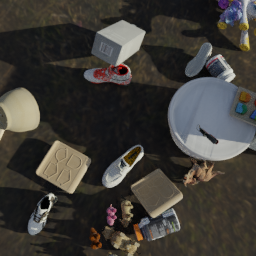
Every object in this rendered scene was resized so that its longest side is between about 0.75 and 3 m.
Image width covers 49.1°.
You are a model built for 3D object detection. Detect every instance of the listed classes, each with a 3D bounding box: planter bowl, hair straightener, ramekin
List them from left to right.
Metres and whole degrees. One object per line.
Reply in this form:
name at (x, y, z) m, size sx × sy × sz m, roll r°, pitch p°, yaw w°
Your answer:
planter bowl at (-3.473, -0.451, 8.438) m, size 1.362 × 1.362 × 0.917 m, roll 46°, pitch 40°, yaw 13°
hair straightener at (2.179, 0.159, 7.807) m, size 0.160 × 0.300 × 0.780 m, roll -54°, pitch 53°, yaw 24°
ramekin at (2.884, -0.209, 10.203) m, size 3.035 × 1.413 × 3.035 m, roll 0°, pitch 73°, yaw 0°

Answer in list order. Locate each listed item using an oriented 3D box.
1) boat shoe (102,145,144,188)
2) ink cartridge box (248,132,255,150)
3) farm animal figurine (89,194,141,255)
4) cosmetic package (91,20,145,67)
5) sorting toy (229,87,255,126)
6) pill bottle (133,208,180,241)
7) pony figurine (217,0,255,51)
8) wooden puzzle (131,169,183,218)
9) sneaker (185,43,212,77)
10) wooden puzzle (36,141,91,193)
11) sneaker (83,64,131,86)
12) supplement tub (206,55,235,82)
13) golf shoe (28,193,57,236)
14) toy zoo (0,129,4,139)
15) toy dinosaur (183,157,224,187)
boat shoe at (-0.174, 1.345, 10.105) m, size 1.965 × 0.686 × 0.697 m, roll -41°, pitch 77°, yaw -11°
ink cartridge box at (5.337, -0.399, 9.433) m, size 1.224 × 2.946 × 2.160 m, roll 23°, pitch 74°, yaw 4°
farm animal figurine at (-0.329, 3.515, 9.361) m, size 1.894 × 0.988 × 1.873 m, roll -38°, pitch 89°, yaw -18°
cosmetic package at (-0.328, -3.356, 10.909) m, size 1.174 × 0.991 × 2.198 m, roll 31°, pitch 37°, yaw 10°
sorting toy at (4.171, -0.733, 9.516) m, size 1.159 × 0.228 × 1.252 m, roll 23°, pitch 70°, yaw 4°
pill bottle at (0.937, 3.301, 9.447) m, size 1.466 × 0.779 × 0.779 m, roll -17°, pitch 74°, yaw -6°
pony figurine at (4.687, -5.167, 11.541) m, size 2.880 × 2.484 × 2.983 m, roll 31°, pitch 69°, yaw -24°
wooden puzzle at (0.995, 2.285, 9.839) m, size 1.319 × 0.330 × 1.424 m, roll -30°, pitch 50°, yaw -12°
sneaker at (2.929, -2.710, 11.460) m, size 0.591 × 0.599 × 1.508 m, roll 39°, pitch 101°, yaw 17°
wooden puzzle at (-2.339, 1.423, 10.282) m, size 1.546 × 0.358 × 1.432 m, roll 29°, pitch 75°, yaw 4°
sneaker at (-0.835, -2.190, 11.003) m, size 1.964 × 1.053 × 0.656 m, roll 10°, pitch 73°, yaw 3°
supplement tub at (3.688, -2.310, 11.200) m, size 0.748 × 0.748 × 1.066 m, roll -28°, pitch 74°, yaw -8°
golf shoe at (-3.037, 2.938, 9.604) m, size 0.601 × 0.730 × 1.545 m, roll 22°, pitch 76°, yaw 6°
toy zoo at (-5.600, -0.313, 10.879) m, size 1.798 × 0.184 × 1.180 m, roll 16°, pitch 74°, yaw 4°
toy dinosaur at (2.614, 1.674, 10.064) m, size 1.555 × 0.667 × 1.054 m, roll 14°, pitch 86°, yaw -13°
